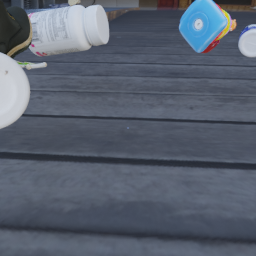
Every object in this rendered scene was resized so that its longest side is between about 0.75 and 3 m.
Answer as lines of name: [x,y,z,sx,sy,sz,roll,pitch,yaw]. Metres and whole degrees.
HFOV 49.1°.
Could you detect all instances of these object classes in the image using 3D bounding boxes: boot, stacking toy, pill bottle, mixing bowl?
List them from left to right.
pill bottle: [-2.491,-0.709,4.599,1.132,1.132,2.066,-21,25,-33]
boot: [-2.963,-2.737,6.599,1.113,1.988,2.874,9,47,-10]
pill bottle: [-2.073,-3.362,9.654,2.609,1.479,1.479,-3,27,15]
mixing bowl: [2.448,-2.814,9.221,0.984,0.533,0.984,13,42,-12]
stacking toy: [2.436,-2.836,7.666,1.955,1.135,1.073,-19,71,-42]
pill bottle: [4.165,-2.961,9.347,0.864,0.864,1.492,10,31,18]

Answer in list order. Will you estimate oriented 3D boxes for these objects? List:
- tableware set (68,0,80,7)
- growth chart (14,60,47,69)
tableware set: [-1.410,-3.758,7.719,0.760,0.106,0.910,-35,61,7]
growth chart: [-3.288,-1.784,7.554,1.941,0.172,1.405,7,17,-6]
